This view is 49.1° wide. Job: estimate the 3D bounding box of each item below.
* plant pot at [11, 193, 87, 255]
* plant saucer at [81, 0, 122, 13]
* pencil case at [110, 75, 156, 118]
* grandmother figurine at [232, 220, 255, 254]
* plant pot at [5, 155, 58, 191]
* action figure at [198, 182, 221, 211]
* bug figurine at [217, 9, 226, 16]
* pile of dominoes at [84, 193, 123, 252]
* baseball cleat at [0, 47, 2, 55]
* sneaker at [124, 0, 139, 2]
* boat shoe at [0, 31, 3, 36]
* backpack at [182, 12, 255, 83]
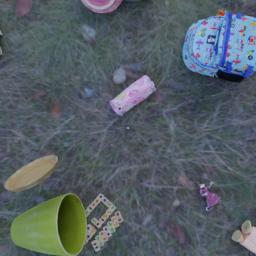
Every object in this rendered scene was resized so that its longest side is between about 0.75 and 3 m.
[{"bbox_3d":[-2.587,3.136,8.817,1.960,1.834,1.834,-13,83,15],"label":"plant pot"},{"bbox_3d":[-0.991,-4.840,9.729,1.720,1.720,0.436,14,41,2],"label":"plant saucer"},{"bbox_3d":[0.156,-1.100,9.706,1.654,0.723,0.723,-37,85,-6],"label":"pencil case"},{"bbox_3d":[4.729,4.037,9.155,2.404,0.728,1.458,38,114,1],"label":"grandmother figurine"},{"bbox_3d":[-2.607,1.263,7.710,1.547,1.547,0.213,-25,109,-3],"label":"plant pot"},{"bbox_3d":[2.708,2.255,9.533,0.588,0.654,0.878,-27,63,-32],"label":"action figure"},{"bbox_3d":[3.173,-3.746,10.148,1.019,0.262,0.790,-29,99,14],"label":"bug figurine"},{"bbox_3d":[-1.000,3.213,9.437,1.235,0.252,1.585,40,85,5],"label":"pile of dominoes"},{"bbox_3d":[-5.000,-2.552,9.985,0.797,0.522,1.498,15,88,-7],"label":"baseball cleat"},{"bbox_3d":[-0.386,-5.247,9.899,2.625,1.075,0.961,13,84,8],"label":"sneaker"},{"bbox_3d":[-5.042,-3.749,10.184,0.346,0.400,1.102,-40,89,-7],"label":"boat shoe"},{"bbox_3d":[3.105,-2.784,9.404,2.366,1.592,2.160,14,93,5],"label":"backpack"}]
